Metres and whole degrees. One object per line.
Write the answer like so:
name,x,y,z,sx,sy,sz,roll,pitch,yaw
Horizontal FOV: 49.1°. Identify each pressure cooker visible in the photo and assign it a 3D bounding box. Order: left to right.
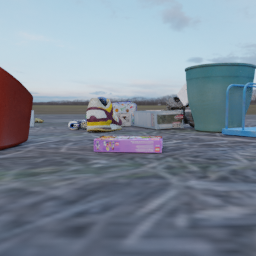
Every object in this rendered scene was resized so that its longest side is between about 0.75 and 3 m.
pressure cooker,2.937,-0.612,11.234,1.274,1.294,1.448,13,3,-5

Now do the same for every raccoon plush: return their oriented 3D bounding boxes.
raccoon plush,2.586,-0.594,15.927,1.246,1.726,2.576,18,43,24

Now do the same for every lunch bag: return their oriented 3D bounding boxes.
lunch bag,-0.216,-0.800,14.533,1.477,1.184,0.558,-1,5,-7

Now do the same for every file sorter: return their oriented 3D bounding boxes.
file sorter,4.021,-0.492,7.421,1.668,1.474,2.403,-3,5,-31

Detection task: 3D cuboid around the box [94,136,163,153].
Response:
box,0.039,0.275,4.997,1.151,0.225,0.788,0,4,7

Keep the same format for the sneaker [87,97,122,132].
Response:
sneaker,-0.765,-0.506,9.875,0.975,1.172,2.602,0,4,7

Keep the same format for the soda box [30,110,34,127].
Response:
soda box,-4.687,-0.369,11.239,0.685,0.733,2.153,1,3,16

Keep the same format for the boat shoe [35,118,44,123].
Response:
boat shoe,-5.012,-0.380,15.809,0.832,0.262,0.303,12,-11,41

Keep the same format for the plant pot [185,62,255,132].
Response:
plant pot,3.046,-0.945,9.379,2.262,2.125,2.262,-1,3,0

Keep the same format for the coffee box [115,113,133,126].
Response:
coffee box,-0.537,-0.372,12.585,1.427,0.570,0.807,0,4,7

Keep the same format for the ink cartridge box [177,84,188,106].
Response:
ink cartridge box,3.742,-1.406,14.957,1.941,0.817,1.403,25,24,-22

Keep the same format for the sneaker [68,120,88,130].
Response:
sneaker,-1.667,-0.086,10.071,0.941,0.379,0.689,3,11,2

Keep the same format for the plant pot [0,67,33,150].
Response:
plant pot,-2.688,-0.308,5.395,1.492,1.490,1.315,3,-5,21

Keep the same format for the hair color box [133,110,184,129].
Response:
hair color box,1.156,-0.376,11.325,1.162,0.712,2.348,-3,5,-19
